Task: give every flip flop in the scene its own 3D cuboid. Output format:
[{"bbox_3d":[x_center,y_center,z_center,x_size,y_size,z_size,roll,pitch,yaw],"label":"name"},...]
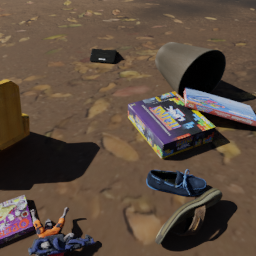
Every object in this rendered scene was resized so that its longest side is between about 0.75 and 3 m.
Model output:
[{"bbox_3d":[1.775,2.448,7.605,2.458,0.997,0.708,-20,57,-30],"label":"flip flop"}]

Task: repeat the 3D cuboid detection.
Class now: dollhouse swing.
[{"bbox_3d":[-4.874,-0.292,9.137,2.307,2.231,2.538,6,27,31],"label":"dollhouse swing"}]

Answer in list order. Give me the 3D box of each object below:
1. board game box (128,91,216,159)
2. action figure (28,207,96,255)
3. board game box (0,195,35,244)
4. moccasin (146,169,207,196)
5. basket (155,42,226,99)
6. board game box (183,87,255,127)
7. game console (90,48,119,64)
[{"bbox_3d":[1.587,-0.246,10.886,2.268,0.778,2.743,-17,42,-21],"label":"board game box"},{"bbox_3d":[-1.779,2.911,7.259,1.693,0.886,1.638,12,40,-28],"label":"action figure"},{"bbox_3d":[-3.709,2.688,7.717,1.980,0.320,1.188,-18,47,-21],"label":"board game box"},{"bbox_3d":[1.510,1.669,8.651,1.865,0.636,0.750,2,39,2],"label":"moccasin"},{"bbox_3d":[2.650,-2.855,13.085,2.620,1.976,2.906,-50,37,11],"label":"basket"},{"bbox_3d":[3.709,-0.890,11.389,2.913,0.283,1.500,16,30,-1],"label":"board game box"},{"bbox_3d":[-1.337,-4.097,16.084,1.439,0.837,1.266,6,70,8],"label":"game console"}]
